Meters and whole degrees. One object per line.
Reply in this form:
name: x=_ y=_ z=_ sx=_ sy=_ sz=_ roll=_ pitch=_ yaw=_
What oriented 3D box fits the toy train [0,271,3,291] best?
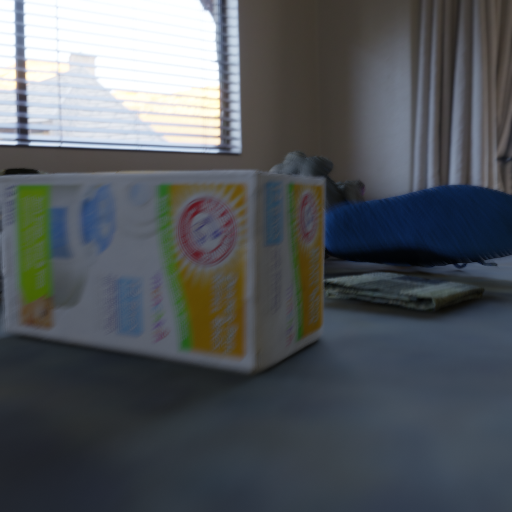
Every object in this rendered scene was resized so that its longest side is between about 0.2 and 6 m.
toy train: x=-2.548 y=0.250 z=5.458 sx=0.606 sy=0.258 sz=0.345 roll=-2 pitch=-4 yaw=-19

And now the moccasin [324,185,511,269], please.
moccasin: x=2.177 y=-0.365 z=7.319 sx=2.688 sy=1.082 sz=0.917 roll=3 pitch=-17 yaw=22

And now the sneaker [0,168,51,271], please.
sneaker: x=-2.921 y=-0.166 z=5.918 sx=2.821 sy=1.085 sz=1.250 roll=-4 pitch=-17 yaw=-13

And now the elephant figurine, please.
elephant figurine: x=1.236 y=-0.707 z=8.782 sx=2.088 sy=1.620 sz=1.478 roll=21 pitch=-4 yaw=-36

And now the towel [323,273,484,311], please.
towel: x=1.317 y=0.331 z=5.073 sx=1.132 sy=0.203 sz=1.176 roll=8 pitch=7 yaw=41

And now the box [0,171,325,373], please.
box: x=-0.579 y=0.003 z=3.514 sx=1.863 sy=1.048 sz=0.944 roll=4 pitch=7 yaw=27
